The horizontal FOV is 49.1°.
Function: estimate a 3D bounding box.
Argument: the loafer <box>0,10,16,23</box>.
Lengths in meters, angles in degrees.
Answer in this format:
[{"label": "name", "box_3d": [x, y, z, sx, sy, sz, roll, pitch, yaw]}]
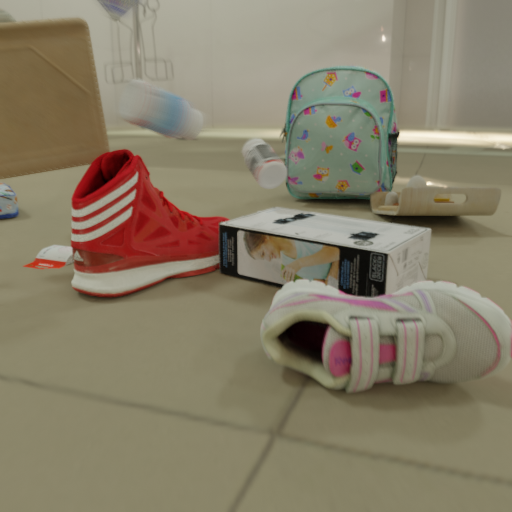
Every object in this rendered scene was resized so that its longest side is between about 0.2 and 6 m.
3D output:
[{"label": "loafer", "box_3d": [-4.807, -3.457, 10.608, 0.787, 2.250, 0.785, -3, 31, -31]}]

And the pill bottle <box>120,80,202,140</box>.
[{"label": "pill bottle", "box_3d": [-1.284, -1.971, 7.737, 1.064, 0.579, 0.579, 13, 4, -43]}]

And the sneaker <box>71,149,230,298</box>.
[{"label": "sneaker", "box_3d": [-1.437, -0.726, 9.022, 1.374, 2.026, 3.507, 9, 19, 29]}]

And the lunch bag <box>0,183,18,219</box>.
[{"label": "lunch bag", "box_3d": [-6.539, -1.267, 13.278, 1.455, 0.686, 1.816, -14, 22, -34]}]

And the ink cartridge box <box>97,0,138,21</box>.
[{"label": "ink cartridge box", "box_3d": [-1.561, -3.144, 6.189, 0.741, 0.750, 0.176, -48, 27, -15]}]

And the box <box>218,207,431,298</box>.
[{"label": "box", "box_3d": [1.031, -0.063, 8.819, 2.913, 0.876, 1.699, 12, 20, 33]}]

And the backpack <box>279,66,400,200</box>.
[{"label": "backpack", "box_3d": [2.161, -3.184, 14.504, 3.019, 3.435, 2.633, 4, 13, 17]}]

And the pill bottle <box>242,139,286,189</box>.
[{"label": "pill bottle", "box_3d": [0.121, -1.632, 9.784, 0.542, 0.542, 0.935, -7, 43, -21]}]

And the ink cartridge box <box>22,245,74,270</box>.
[{"label": "ink cartridge box", "box_3d": [-3.518, 0.022, 9.755, 0.683, 0.240, 0.840, 6, 13, 20]}]

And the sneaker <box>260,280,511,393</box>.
[{"label": "sneaker", "box_3d": [1.169, 0.886, 5.585, 2.587, 1.052, 1.141, -1, 15, 26]}]

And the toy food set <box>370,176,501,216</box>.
[{"label": "toy food set", "box_3d": [3.870, -1.344, 12.569, 2.027, 0.853, 2.824, 0, 6, -1]}]

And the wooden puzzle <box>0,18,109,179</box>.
[{"label": "wooden puzzle", "box_3d": [-3.420, -2.328, 8.429, 2.087, 2.256, 0.420, -14, 33, -20]}]
